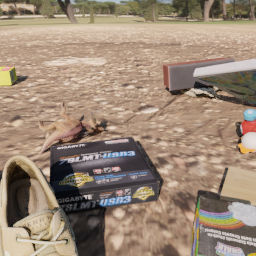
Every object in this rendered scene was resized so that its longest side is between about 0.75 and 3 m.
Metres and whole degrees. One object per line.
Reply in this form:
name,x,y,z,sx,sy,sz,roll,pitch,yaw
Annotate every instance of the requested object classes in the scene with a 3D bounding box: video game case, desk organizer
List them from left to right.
desk organizer,2.540,-2.010,10.218,2.414,0.866,0.929,-8,19,-6
video game case,3.627,-1.191,7.872,2.529,0.305,2.775,20,-1,-22

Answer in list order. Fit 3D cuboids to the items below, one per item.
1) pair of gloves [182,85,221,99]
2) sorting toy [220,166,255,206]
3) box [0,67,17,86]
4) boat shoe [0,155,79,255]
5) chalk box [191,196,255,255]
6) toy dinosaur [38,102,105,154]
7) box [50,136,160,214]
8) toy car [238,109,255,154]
pair of gloves,3.344,-1.654,10.833,2.721,0.477,2.313,-5,25,-12
sorting toy,2.156,1.155,4.794,1.000,0.348,0.994,12,27,24
box,-6.079,-2.150,11.709,2.525,0.633,0.950,-2,24,-3
boat shoe,-1.095,1.365,3.357,0.933,0.840,2.588,-12,40,-24
chalk box,1.167,1.593,3.259,0.844,0.838,1.353,8,26,13
toy dinosaur,-1.387,0.036,6.869,1.199,0.759,1.769,17,34,19
box,-0.559,0.817,5.439,1.854,0.461,1.840,-5,26,-12
toy car,2.845,0.220,6.457,0.955,0.881,0.845,-38,39,-22
